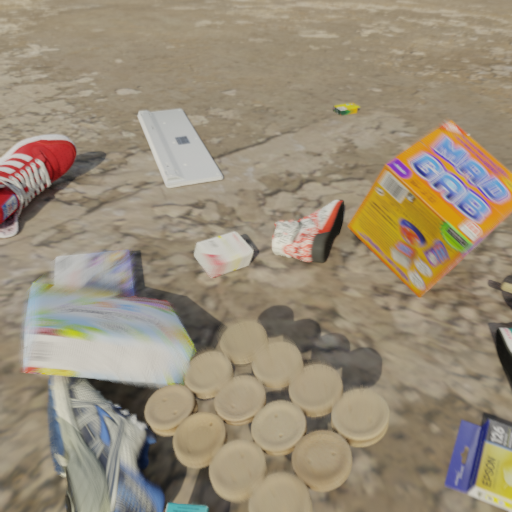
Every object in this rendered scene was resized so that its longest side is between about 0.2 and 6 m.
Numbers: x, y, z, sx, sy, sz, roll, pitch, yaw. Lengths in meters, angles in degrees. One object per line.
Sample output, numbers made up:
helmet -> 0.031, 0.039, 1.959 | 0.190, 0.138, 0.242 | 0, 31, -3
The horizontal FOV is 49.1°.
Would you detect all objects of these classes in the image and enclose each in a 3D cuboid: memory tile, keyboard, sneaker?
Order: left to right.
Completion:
sneaker -> -5.043, -1.488, 11.911 | 3.403, 1.212, 1.914 | -34, 43, -29
sneaker -> -1.852, 2.288, 6.799 | 1.112, 1.006, 2.611 | -6, 38, -29
keyboard -> -2.180, -3.063, 15.159 | 1.392, 0.264, 4.946 | -6, 35, -18
memory tile -> 0.038, 1.731, 6.100 | 1.833, 0.201, 2.392 | -40, 44, -25
sneaker -> 1.016, -0.602, 11.056 | 1.145, 0.714, 2.137 | 8, 33, 18
sneaker -> 4.117, 1.638, 7.819 | 1.072, 0.742, 1.775 | -5, 32, 9

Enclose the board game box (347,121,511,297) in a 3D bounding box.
board game box -> 3.062, -0.789, 9.625 | 1.817, 1.817, 1.818 | -34, 73, -28

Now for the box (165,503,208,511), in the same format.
box -> -0.780, 3.348, 5.247 | 0.442, 0.741, 1.800 | 3, 35, 4

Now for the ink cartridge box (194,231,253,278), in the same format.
ink cartridge box -> -0.593, -0.028, 10.277 | 0.875, 0.365, 0.635 | -19, 55, -34

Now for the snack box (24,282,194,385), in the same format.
snack box -> -2.067, 1.050, 7.700 | 2.024, 0.685, 1.707 | 10, 12, -23

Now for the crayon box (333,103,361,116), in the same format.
crayon box -> 2.795, -4.522, 17.275 | 0.728, 0.185, 0.462 | -14, 37, -18

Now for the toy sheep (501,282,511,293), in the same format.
toy sheep -> 4.639, 0.744, 8.847 | 1.509, 1.040, 1.040 | 27, 40, 9

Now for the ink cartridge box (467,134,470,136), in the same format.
ink cartridge box -> 5.037, -2.876, 14.715 | 0.790, 0.365, 1.451 | 19, 37, 25

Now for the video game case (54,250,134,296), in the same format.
video game case -> -2.830, 0.462, 9.805 | 1.305, 0.327, 1.440 | -7, 36, -12

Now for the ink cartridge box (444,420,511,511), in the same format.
ink cartridge box -> 3.016, 2.548, 6.864 | 1.139, 0.268, 1.126 | 18, 38, 21
